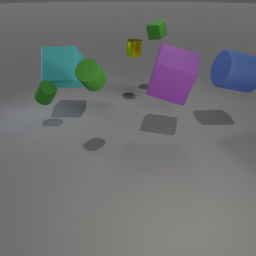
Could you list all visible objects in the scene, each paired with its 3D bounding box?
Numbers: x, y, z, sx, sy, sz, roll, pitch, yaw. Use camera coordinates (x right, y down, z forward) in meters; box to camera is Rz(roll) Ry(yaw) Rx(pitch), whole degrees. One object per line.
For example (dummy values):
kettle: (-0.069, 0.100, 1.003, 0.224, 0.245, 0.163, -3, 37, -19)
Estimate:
cylinder: (4.100, -2.132, 10.592, 1.400, 1.400, 1.400, 8, 26, -15)
cylinder: (-3.185, -1.359, 10.848, 0.700, 0.700, 0.700, 20, 47, -23)
cube: (1.582, -1.894, 9.888, 1.400, 1.400, 1.400, 18, 44, 2)
cylinder: (0.282, -3.607, 12.623, 0.700, 0.700, 0.700, 2, 27, -1)
cube: (-2.679, -2.482, 11.646, 1.400, 1.400, 1.400, -1, -3, 3)
cube: (1.381, -4.680, 13.375, 0.700, 0.700, 0.700, 10, 41, 33)
cylinder: (-1.028, -1.471, 7.834, 0.700, 0.700, 0.700, 8, -13, 15)
